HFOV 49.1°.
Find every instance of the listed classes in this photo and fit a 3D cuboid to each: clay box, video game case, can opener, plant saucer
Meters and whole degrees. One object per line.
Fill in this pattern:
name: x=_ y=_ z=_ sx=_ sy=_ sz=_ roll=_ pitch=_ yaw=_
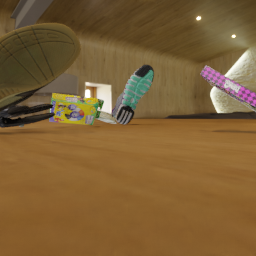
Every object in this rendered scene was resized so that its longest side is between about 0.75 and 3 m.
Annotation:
clay box: x=-1.619 y=-0.562 z=8.922 sx=1.640 sy=0.390 sz=0.942 roll=5 pitch=-42 yaw=-19
video game case: x=2.271 y=-0.733 z=5.805 sx=1.386 sy=0.248 sz=1.256 roll=39 pitch=15 yaw=27
can opener: x=-2.595 y=-0.331 z=7.319 sx=0.715 sy=0.576 sz=1.818 roll=3 pitch=7 yaw=27
plant saucer: x=-1.087 y=-0.533 z=12.383 sx=1.307 sy=0.328 sz=1.307 roll=17 pitch=-7 yaw=2

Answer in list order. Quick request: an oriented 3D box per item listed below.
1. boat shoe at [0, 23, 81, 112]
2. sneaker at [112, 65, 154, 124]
boat shoe: x=-2.253 y=-0.951 z=5.209 sx=2.949 sy=1.054 sz=0.969 roll=-33 pitch=11 yaw=-6
sneaker: x=0.051 y=-1.436 z=11.143 sx=0.939 sy=2.524 sz=1.105 roll=28 pitch=4 yaw=-32
